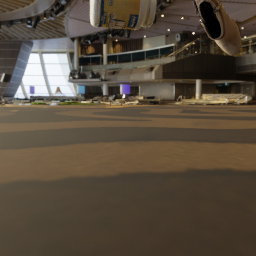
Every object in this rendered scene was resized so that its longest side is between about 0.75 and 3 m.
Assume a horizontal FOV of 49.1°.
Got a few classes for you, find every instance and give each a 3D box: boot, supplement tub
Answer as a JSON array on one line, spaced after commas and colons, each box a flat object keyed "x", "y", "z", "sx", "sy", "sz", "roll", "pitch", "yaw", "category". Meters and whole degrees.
[{"x": 2.683, "y": -2.949, "z": 8.282, "sx": 0.847, "sy": 2.412, "sz": 1.763, "roll": -28, "pitch": 20, "yaw": 32, "category": "boot"}, {"x": -0.213, "y": -4.317, "z": 9.869, "sx": 2.153, "sy": 1.557, "sz": 1.557, "roll": 0, "pitch": 5, "yaw": -12, "category": "supplement tub"}]
